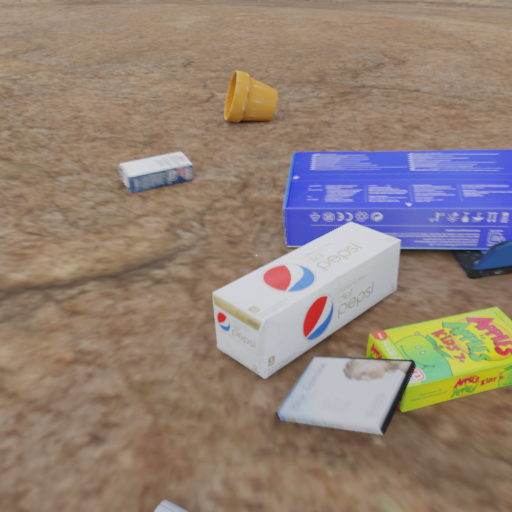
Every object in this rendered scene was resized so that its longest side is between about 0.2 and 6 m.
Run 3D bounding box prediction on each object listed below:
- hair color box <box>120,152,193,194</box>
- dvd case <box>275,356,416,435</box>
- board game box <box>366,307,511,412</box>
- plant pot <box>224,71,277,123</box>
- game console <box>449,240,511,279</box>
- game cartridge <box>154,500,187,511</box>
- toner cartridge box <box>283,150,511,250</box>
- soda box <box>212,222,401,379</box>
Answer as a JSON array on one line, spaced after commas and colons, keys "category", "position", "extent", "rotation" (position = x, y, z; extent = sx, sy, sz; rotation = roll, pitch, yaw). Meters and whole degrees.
[{"category": "hair color box", "position": [-2.095, -1.764, 11.807], "extent": [1.373, 0.416, 0.687], "rotation": [-16, 40, -22]}, {"category": "dvd case", "position": [0.995, 1.515, 6.308], "extent": [1.391, 0.122, 0.993], "rotation": [-7, 31, 42]}, {"category": "board game box", "position": [2.508, 1.276, 7.153], "extent": [1.926, 0.459, 0.979], "rotation": [-9, 34, -14]}, {"category": "plant pot", "position": [-0.113, -4.088, 14.765], "extent": [1.184, 1.293, 1.293], "rotation": [10, 31, -14]}, {"category": "game console", "position": [4.230, -0.328, 8.912], "extent": [1.860, 1.101, 1.588], "rotation": [-7, 37, -4]}, {"category": "game cartridge", "position": [-0.829, 2.867, 4.959], "extent": [0.847, 0.260, 1.272], "rotation": [19, 38, 20]}, {"category": "toner cartridge box", "position": [2.578, -1.018, 9.782], "extent": [4.041, 0.872, 1.920], "rotation": [1, 38, 10]}, {"category": "soda box", "position": [0.778, 0.490, 7.735], "extent": [2.836, 0.903, 0.966], "rotation": [-27, 37, -36]}]
